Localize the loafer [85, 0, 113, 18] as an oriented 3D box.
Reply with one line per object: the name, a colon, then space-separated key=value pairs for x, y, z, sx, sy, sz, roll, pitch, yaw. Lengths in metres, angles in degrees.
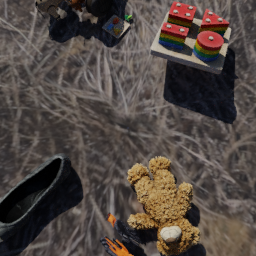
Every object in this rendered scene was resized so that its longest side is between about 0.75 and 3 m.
loafer: x=-0.939 y=-4.803 z=9.196 sx=1.014 sy=1.037 sz=2.842 roll=10 pitch=65 yaw=10

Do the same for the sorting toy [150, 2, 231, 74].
sorting toy: x=1.897 y=-2.702 z=7.983 sx=2.023 sy=0.708 sz=2.035 roll=18 pitch=55 yaw=7

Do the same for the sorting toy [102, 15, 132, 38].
sorting toy: x=-0.296 y=-3.432 z=9.129 sx=0.703 sy=0.140 sz=0.952 roll=35 pitch=76 yaw=11

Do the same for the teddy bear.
teddy bear: x=0.853 y=1.926 z=7.083 sx=1.792 sy=0.825 sz=2.471 roll=-3 pitch=71 yaw=1

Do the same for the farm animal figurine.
farm animal figurine: x=-2.154 y=-4.739 z=8.829 sx=1.766 sy=1.100 sz=2.187 roll=-10 pitch=72 yaw=16

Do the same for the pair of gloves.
pair of gloves: x=-0.150 y=2.561 z=6.347 sx=1.070 sy=1.201 sz=0.149 roll=41 pitch=107 yaw=-8

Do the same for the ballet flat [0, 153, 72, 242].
ballet flat: x=-2.640 y=1.706 z=7.140 sx=0.962 sy=0.822 sz=2.894 roll=40 pitch=77 yaw=15
